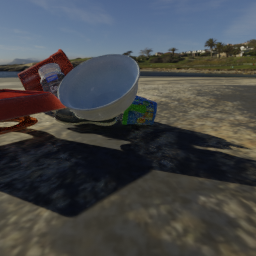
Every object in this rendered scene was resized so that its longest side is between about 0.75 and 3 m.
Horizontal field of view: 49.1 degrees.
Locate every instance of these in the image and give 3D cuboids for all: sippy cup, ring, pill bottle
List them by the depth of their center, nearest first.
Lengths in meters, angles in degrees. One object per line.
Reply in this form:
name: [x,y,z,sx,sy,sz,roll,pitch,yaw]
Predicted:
ring: [-4.118,-0.088,8.064,2.911,0.279,2.911,-6,13,1]
sippy cup: [0.412,-0.571,9.366,1.045,1.120,1.426,10,34,2]
pill bottle: [-2.936,-1.643,11.441,1.033,1.817,1.033,-22,-9,-4]

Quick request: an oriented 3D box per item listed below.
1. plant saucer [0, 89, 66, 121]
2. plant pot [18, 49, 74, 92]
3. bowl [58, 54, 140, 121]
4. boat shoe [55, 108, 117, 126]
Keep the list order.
plant saucer: [-3.701,-0.713,7.817,2.798,0.514,2.803,8,15,31]
plant pot: [-3.671,-2.147,13.001,2.240,2.303,2.303,-29,21,-15]
bowl: [-0.724,-1.024,8.307,2.466,1.108,2.466,-10,46,11]
boat shoe: [-1.415,-0.496,9.220,2.112,0.653,0.791,5,44,8]
